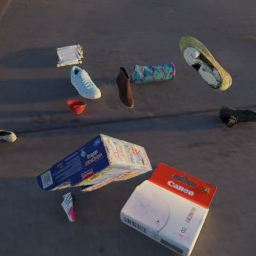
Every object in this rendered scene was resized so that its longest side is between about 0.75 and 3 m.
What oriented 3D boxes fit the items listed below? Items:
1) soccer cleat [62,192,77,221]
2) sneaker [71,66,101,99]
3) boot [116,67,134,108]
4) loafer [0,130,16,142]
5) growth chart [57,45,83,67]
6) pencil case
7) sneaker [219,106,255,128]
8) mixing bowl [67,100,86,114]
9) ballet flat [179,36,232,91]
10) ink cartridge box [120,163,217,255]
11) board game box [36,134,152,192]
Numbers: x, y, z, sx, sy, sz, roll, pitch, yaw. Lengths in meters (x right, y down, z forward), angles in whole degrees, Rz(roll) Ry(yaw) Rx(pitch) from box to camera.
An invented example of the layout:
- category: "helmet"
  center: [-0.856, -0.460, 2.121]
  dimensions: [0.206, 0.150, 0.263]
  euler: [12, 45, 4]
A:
- category: "soccer cleat"
  center: [-1.793, 2.408, 8.464]
  dimensions: [0.423, 0.343, 0.981]
  euler: [-18, 42, 4]
- category: "sneaker"
  center: [-2.023, -2.110, 12.743]
  dimensions: [0.803, 0.891, 2.174]
  euler: [-31, 52, -27]
- category: "boot"
  center: [-0.093, -1.411, 9.900]
  dimensions: [0.445, 1.024, 1.231]
  euler: [-20, 69, -17]
- category: "loafer"
  center: [-4.814, 0.226, 10.647]
  dimensions: [1.150, 0.401, 0.402]
  euler: [8, 44, 8]
- category: "growth chart"
  center: [-3.153, -3.972, 15.212]
  dimensions: [1.477, 0.181, 2.041]
  euler: [-8, 44, -9]
- category: "pencil case"
  center: [1.210, -2.639, 13.312]
  dimensions: [1.948, 0.829, 0.900]
  euler: [-6, 83, -8]
- category: "sneaker"
  center: [4.436, -0.353, 11.133]
  dimensions: [1.594, 0.609, 0.913]
  euler: [12, 47, 17]
- category: "mixing bowl"
  center: [-2.165, -0.852, 11.687]
  dimensions: [0.767, 0.415, 0.767]
  euler: [9, 20, -3]
- category: "ballet flat"
  center: [3.062, -2.671, 11.650]
  dimensions: [1.033, 1.033, 2.923]
  euler: [-35, 79, -31]
- category: "ink cartridge box"
  center: [1.333, 2.163, 8.479]
  dimensions: [2.142, 0.752, 2.636]
  euler: [22, 52, 22]
- category: "board game box"
  center: [-0.683, 1.181, 8.098]
  dimensions: [2.705, 2.706, 0.835]
  euler: [7, 57, -52]
